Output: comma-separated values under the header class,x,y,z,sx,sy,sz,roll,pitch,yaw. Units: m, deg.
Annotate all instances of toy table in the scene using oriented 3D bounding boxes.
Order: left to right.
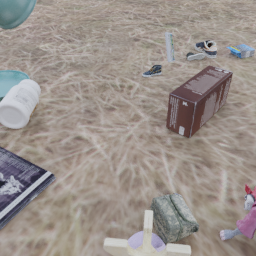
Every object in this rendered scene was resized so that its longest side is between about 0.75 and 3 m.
class,x,y,z,sx,sy,sz,roll,pitch,yaw
toy table,0.311,2.282,4.804,1.417,0.903,1.541,-3,36,-5

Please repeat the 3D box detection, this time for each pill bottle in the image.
class,x,y,z,sx,sy,sz,roll,pitch,yaw
pill bottle,-3.368,-0.819,8.837,0.956,0.956,1.672,2,38,2

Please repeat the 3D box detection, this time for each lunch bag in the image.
class,x,y,z,sx,sy,sz,roll,pitch,yaw
lunch bag,0.939,1.795,5.712,0.745,0.619,0.888,-4,35,-21

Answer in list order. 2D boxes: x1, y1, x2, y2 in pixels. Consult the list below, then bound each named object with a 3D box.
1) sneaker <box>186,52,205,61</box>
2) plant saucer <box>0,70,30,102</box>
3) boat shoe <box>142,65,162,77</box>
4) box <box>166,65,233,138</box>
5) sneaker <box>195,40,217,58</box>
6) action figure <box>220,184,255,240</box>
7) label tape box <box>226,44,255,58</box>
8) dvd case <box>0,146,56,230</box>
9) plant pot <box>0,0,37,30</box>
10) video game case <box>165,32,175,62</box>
class,x,y,z,sx,sy,sz,roll,pitch,yaw
sneaker,3.024,-3.284,12.633,0.854,0.302,0.423,-11,43,-7
plant saucer,-4.654,-1.481,10.192,2.149,0.386,2.149,1,37,0
boat shoe,0.970,-2.324,11.301,0.851,0.386,0.301,-16,40,-20
box,2.243,-0.890,8.711,0.934,1.248,2.493,25,43,29
sneaker,3.681,-3.835,13.122,0.616,0.623,1.570,-13,38,-14
action figure,2.631,1.884,4.860,1.481,1.647,2.211,-13,53,-8
label tape box,5.153,-3.522,12.923,1.057,0.335,0.762,-14,39,-18
dvd case,-3.174,1.266,6.730,2.297,0.184,1.708,20,41,24
plant pot,-2.070,-2.201,4.583,0.940,0.629,0.940,-7,73,23
video game case,1.392,-2.663,9.269,0.102,0.931,0.849,-3,14,21
